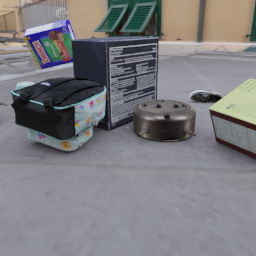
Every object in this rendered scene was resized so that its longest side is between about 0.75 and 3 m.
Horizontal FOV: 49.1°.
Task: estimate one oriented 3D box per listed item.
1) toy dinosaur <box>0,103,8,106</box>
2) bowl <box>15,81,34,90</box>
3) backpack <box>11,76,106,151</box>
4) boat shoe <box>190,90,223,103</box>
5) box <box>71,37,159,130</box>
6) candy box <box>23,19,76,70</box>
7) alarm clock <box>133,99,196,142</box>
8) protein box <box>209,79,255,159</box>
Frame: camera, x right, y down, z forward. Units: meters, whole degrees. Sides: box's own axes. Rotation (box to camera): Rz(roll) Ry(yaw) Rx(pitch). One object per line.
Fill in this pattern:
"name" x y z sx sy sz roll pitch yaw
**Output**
"toy dinosaur" -4.502 -0.363 8.319 1.800 0.693 0.920 -2 32 -22
"bowl" -4.192 -1.607 11.542 1.014 0.530 1.014 1 21 0
"backpack" -1.534 -0.468 6.986 1.809 1.578 2.058 13 34 24
"boat shoe" 2.962 -1.168 10.546 1.237 0.425 0.350 2 21 -1
"box" -0.306 -1.533 8.631 1.508 2.427 2.446 17 26 36
"candy box" -2.401 -2.655 8.990 1.459 1.234 0.562 -10 42 9
"alarm clock" 0.989 -0.369 7.947 1.701 0.839 2.522 0 18 1
"protein box" 3.029 -0.219 6.453 1.527 1.038 1.538 -34 33 -18
